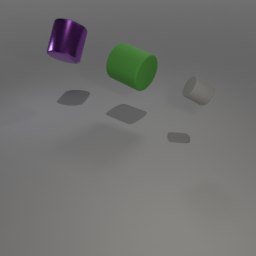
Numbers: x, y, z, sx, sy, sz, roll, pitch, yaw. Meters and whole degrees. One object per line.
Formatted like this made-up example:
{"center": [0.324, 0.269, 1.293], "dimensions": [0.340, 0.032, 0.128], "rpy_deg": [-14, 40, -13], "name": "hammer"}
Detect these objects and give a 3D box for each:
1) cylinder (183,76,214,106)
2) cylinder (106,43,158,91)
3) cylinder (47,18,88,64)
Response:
{"center": [2.176, -1.147, 8.677], "dimensions": [0.700, 0.700, 0.700], "rpy_deg": [25, 23, -19], "name": "cylinder"}
{"center": [0.152, -2.278, 10.453], "dimensions": [1.400, 1.400, 1.400], "rpy_deg": [30, 40, 27], "name": "cylinder"}
{"center": [-2.510, -3.554, 11.582], "dimensions": [1.400, 1.400, 1.400], "rpy_deg": [13, -2, 0], "name": "cylinder"}
